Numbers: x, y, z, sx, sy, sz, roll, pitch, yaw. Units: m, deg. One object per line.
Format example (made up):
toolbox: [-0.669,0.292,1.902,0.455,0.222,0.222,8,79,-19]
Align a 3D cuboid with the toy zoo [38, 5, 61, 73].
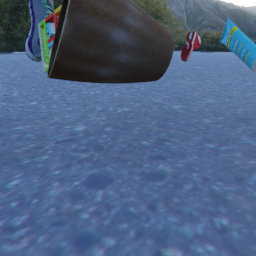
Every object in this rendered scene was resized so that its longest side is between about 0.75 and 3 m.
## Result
toy zoo: [-1.911,-2.483,7.839,0.238,1.525,2.325,-9,4,-38]

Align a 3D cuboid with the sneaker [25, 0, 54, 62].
sneaker: [-2.837,-3.839,10.106,1.270,2.902,1.080,4,-1,33]

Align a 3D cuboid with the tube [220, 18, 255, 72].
tube: [2.362,-1.715,5.841,0.367,0.564,1.457,-4,45,-16]

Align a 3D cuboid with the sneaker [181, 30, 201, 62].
sneaker: [1.784,-2.171,7.675,0.501,0.867,0.340,18,4,-40]

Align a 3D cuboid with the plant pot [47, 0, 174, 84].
plant pot: [-0.248,-1.561,5.060,1.989,1.859,1.859,12,14,-20]
